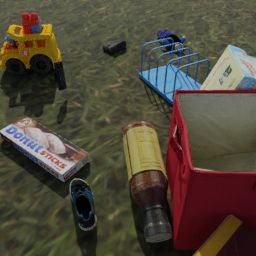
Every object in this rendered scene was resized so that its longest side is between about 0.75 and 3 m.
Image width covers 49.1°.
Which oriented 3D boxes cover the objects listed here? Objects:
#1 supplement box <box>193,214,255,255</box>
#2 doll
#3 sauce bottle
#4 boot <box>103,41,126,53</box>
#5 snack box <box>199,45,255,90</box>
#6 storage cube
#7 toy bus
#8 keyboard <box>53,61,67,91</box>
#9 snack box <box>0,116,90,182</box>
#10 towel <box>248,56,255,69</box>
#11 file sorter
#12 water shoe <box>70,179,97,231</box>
[{"bbox_3d":[1.568,2.727,3.711,2.000,1.346,2.027,-32,49,-32],"label":"supplement box"},{"bbox_3d":[1.931,-3.858,12.220,1.258,0.447,1.844,-10,41,-14],"label":"doll"},{"bbox_3d":[0.406,1.056,5.985,0.853,0.853,2.583,-4,53,-5],"label":"sauce bottle"},{"bbox_3d":[-0.580,-3.530,11.943,0.647,0.343,0.983,24,41,33],"label":"boot"},{"bbox_3d":[1.999,-0.500,6.635,0.472,2.545,1.479,18,39,-11],"label":"snack box"},{"bbox_3d":[1.989,0.794,5.302,2.527,2.272,2.160,1,40,0],"label":"storage cube"},{"bbox_3d":[-3.654,-3.112,10.114,2.146,2.060,1.456,-6,42,-5],"label":"toy bus"},{"bbox_3d":[-2.160,-1.644,8.881,0.113,0.882,0.529,2,20,27],"label":"keyboard"},{"bbox_3d":[-2.188,0.457,7.215,2.472,0.301,0.889,26,47,28],"label":"snack box"},{"bbox_3d":[4.628,-2.097,10.171,1.676,0.404,1.435,20,43,22],"label":"towel"},{"bbox_3d":[1.514,-2.000,9.388,1.440,1.273,2.076,-19,43,-22],"label":"file sorter"},{"bbox_3d":[-0.928,1.468,5.855,0.468,0.516,1.308,-14,42,-16],"label":"water shoe"}]
